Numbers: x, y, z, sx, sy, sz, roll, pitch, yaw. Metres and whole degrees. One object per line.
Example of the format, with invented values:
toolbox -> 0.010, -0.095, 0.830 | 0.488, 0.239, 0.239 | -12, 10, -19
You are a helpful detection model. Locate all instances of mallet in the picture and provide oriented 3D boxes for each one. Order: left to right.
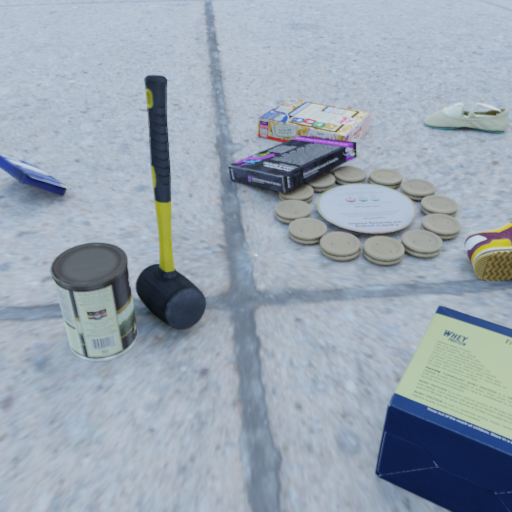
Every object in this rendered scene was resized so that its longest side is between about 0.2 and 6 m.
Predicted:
mallet -> -1.099, -0.541, 7.090 | 0.669, 3.251, 1.071 | -16, 36, -32

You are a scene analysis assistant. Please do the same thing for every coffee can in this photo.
coffee can -> -2.046, 0.594, 7.197 | 0.920, 1.257, 0.920 | 1, 35, 0

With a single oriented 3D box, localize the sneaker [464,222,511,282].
sneaker -> 4.346, -0.153, 8.679 | 2.109, 0.790, 0.950 | 2, 41, 1

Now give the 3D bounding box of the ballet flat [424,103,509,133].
ballet flat -> 5.045, -3.364, 13.394 | 1.943, 0.675, 0.675 | 6, 36, 9

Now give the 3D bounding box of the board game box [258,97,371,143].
board game box -> 1.360, -3.073, 13.092 | 2.159, 0.500, 1.635 | 19, 39, 24

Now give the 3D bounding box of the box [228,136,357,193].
box -> 0.750, -1.905, 11.319 | 2.182, 0.394, 1.560 | -27, 32, -34

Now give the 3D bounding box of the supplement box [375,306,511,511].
supplement box -> 2.370, 1.659, 5.783 | 1.702, 1.143, 1.700 | 19, 39, 24

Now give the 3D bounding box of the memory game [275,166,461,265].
memory game -> 1.996, -0.828, 10.151 | 3.360, 0.214, 3.360 | 0, 35, 0

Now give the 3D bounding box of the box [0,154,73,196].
box -> -4.274, -1.527, 10.697 | 1.530, 0.248, 0.927 | 28, 7, 36
